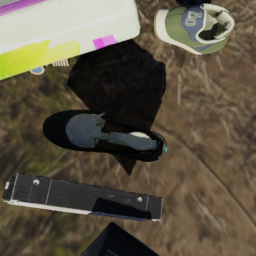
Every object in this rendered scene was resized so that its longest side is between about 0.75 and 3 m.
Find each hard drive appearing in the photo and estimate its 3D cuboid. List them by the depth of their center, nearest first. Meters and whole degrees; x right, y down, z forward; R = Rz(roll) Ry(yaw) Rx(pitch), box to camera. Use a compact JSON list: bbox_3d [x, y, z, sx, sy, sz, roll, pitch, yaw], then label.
[{"bbox_3d":[-0.860,1.283,5.000,2.463,1.720,0.466,15,71,-25],"label":"hard drive"}]

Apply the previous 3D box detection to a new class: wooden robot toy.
[{"bbox_3d":[-2.624,-1.557,6.474,2.464,1.086,1.118,9,53,-13],"label":"wooden robot toy"}]

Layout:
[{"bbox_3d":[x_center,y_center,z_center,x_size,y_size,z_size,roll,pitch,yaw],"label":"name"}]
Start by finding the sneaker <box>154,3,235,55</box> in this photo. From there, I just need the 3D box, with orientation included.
[{"bbox_3d":[1.845,-2.153,6.245,1.190,2.650,0.888,12,103,44],"label":"sneaker"}]

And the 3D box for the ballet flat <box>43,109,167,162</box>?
[{"bbox_3d":[-0.435,0.109,5.999,2.770,0.947,0.942,10,81,-10],"label":"ballet flat"}]

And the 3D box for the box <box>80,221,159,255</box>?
[{"bbox_3d":[-0.459,2.660,4.035,1.046,1.954,1.450,36,114,-3],"label":"box"}]

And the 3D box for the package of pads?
[{"bbox_3d":[-1.382,-1.899,4.732,2.788,0.951,2.154,-17,39,0],"label":"package of pads"}]
